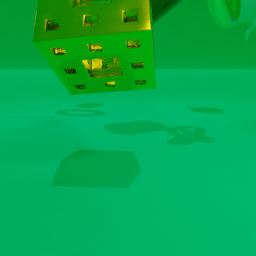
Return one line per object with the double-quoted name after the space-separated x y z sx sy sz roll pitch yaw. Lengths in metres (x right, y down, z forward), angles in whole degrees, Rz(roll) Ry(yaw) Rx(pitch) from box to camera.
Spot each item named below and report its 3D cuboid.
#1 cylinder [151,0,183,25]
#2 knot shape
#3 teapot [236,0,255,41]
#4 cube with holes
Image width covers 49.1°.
0.563 -2.895 5.357 1.290 1.290 1.290 -39 15 3 "cylinder"
1.819 -2.616 4.725 0.867 1.877 1.756 30 11 -1 "knot shape"
3.249 -3.545 8.048 1.011 2.065 1.284 -26 -3 19 "teapot"
-0.281 -1.183 3.293 1.130 1.130 1.130 -3 -20 7 "cube with holes"
